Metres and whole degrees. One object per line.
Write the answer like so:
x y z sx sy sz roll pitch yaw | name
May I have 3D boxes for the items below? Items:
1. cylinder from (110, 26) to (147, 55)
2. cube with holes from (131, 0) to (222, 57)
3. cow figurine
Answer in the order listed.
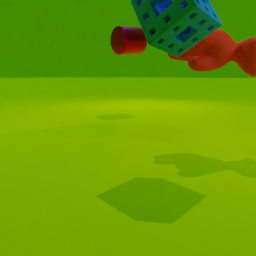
0.028 -3.247 10.426 1.012 1.012 1.012 -12 16 -36 | cylinder
0.698 -1.682 4.095 0.806 0.806 0.806 -32 -22 35 | cube with holes
1.762 -1.476 5.268 1.592 0.888 1.618 -6 27 -23 | cow figurine
